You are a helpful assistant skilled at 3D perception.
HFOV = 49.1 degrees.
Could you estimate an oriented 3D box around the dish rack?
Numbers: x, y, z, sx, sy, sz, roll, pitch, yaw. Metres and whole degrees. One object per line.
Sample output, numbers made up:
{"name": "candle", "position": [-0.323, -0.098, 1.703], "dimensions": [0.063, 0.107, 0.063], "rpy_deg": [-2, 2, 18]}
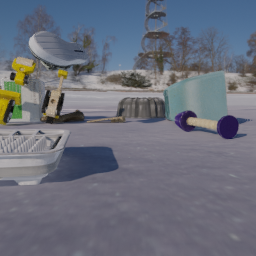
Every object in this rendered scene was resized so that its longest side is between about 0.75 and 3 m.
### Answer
{"name": "dish rack", "position": [-1.587, 0.318, 3.459], "dimensions": [1.677, 0.426, 1.955], "rpy_deg": [0, 5, -9]}

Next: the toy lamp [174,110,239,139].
{"name": "toy lamp", "position": [1.869, -0.130, 7.211], "dimensions": [0.619, 0.619, 2.128], "rpy_deg": [-2, 6, -19]}

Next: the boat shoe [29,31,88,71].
{"name": "boat shoe", "position": [-2.011, -1.987, 7.939], "dimensions": [0.915, 0.930, 2.579], "rpy_deg": [-31, -4, 19]}

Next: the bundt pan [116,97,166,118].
{"name": "bundt pan", "position": [0.735, -1.110, 14.867], "dimensions": [2.827, 1.061, 2.827], "rpy_deg": [0, 5, 0]}

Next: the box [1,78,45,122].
{"name": "box", "position": [-4.243, -1.125, 11.554], "dimensions": [1.477, 1.715, 1.724], "rpy_deg": [-1, 6, -10]}

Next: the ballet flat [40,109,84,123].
{"name": "ballet flat", "position": [-2.597, -0.486, 11.284], "dimensions": [0.713, 0.490, 2.115], "rpy_deg": [5, 7, 40]}

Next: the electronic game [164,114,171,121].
{"name": "electronic game", "position": [2.474, -0.506, 12.041], "dimensions": [1.853, 0.385, 1.853], "rpy_deg": [0, 6, 0]}

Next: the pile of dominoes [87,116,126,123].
{"name": "pile of dominoes", "position": [-0.862, -0.264, 11.188], "dimensions": [1.489, 0.237, 1.160], "rpy_deg": [-7, 4, 20]}

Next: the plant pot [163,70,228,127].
{"name": "plant pot", "position": [2.245, -0.916, 9.834], "dimensions": [1.854, 1.815, 1.820], "rpy_deg": [-7, 6, 1]}

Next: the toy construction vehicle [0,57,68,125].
{"name": "toy construction vehicle", "position": [-3.512, -1.178, 10.279], "dimensions": [2.354, 2.703, 0.952], "rpy_deg": [9, -25, -8]}
